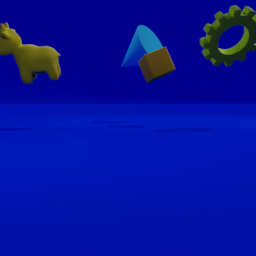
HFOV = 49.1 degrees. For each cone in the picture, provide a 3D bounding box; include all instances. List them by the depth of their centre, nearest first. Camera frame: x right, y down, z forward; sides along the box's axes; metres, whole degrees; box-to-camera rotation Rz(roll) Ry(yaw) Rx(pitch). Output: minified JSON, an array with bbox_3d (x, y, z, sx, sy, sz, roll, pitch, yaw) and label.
[{"bbox_3d":[0.323,-2.867,11.113,1.660,1.654,1.654,-29,-13,35],"label":"cone"}]

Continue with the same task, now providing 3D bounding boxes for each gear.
[{"bbox_3d":[2.872,-2.506,7.790,1.664,1.664,0.308,-1,45,-11],"label":"gear"}]

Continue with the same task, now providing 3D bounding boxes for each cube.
[{"bbox_3d":[0.891,-1.966,8.852,0.775,0.775,0.775,-24,2,-13],"label":"cube"}]

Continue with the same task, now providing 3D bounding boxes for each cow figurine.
[{"bbox_3d":[-2.771,-2.107,7.820,1.687,1.660,0.926,-8,25,-2],"label":"cow figurine"}]
